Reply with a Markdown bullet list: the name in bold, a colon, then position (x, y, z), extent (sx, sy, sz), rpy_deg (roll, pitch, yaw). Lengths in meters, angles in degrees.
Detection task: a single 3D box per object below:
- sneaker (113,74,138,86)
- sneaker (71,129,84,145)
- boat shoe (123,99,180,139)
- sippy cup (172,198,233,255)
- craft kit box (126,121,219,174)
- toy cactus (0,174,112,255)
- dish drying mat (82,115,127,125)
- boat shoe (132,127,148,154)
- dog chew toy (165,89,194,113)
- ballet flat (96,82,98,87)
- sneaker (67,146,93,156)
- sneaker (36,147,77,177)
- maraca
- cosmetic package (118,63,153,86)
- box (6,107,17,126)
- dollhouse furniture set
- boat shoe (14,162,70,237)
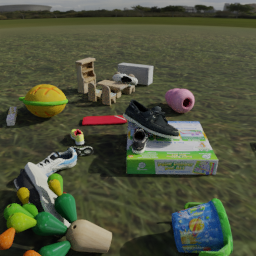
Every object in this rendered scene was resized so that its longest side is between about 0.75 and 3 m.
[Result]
- **sneaker**: position (-0.309, -2.729, 15.268), extent (1.551, 0.585, 0.892), rpy_deg (16, 3, 28)
- **sneaker**: position (-1.933, 0.232, 10.765), extent (0.419, 0.484, 1.072), rpy_deg (-14, 28, -24)
- **boat shoe**: position (0.859, -0.390, 10.016), extent (0.993, 0.881, 2.657), rpy_deg (7, 15, -38)
- **sippy cup**: position (1.557, 2.220, 6.139), extent (1.105, 1.184, 1.508), rpy_deg (-10, -17, 3)
- **craft kit box**: position (1.384, 0.590, 9.898), extent (2.850, 0.691, 2.815), rpy_deg (1, 24, 2)
- **toy cactus**: position (-1.555, 2.280, 6.015), extent (2.331, 1.444, 2.825), rpy_deg (19, 25, -8)
- **dish drying mat**: position (-1.019, -0.351, 12.294), extent (1.908, 0.174, 0.733), rpy_deg (-2, 27, -4)
- **boat shoe**: position (0.384, 0.293, 9.330), extent (0.549, 0.448, 1.485), rpy_deg (5, 27, 9)
- **dog chew toy**: position (2.375, -1.388, 13.476), extent (1.127, 1.127, 1.809), rpy_deg (-9, 20, -18)
- **ballet flat**: position (-2.307, -2.613, 16.752), extent (1.054, 0.299, 0.350), rpy_deg (-7, 27, -13)
- **sneaker**: position (-1.683, 0.791, 9.896), extent (0.926, 0.356, 0.410), rpy_deg (2, 12, -6)
- **sneaker**: position (-2.458, 1.131, 8.736), extent (1.876, 0.680, 0.674), rpy_deg (-23, 35, -36)
- **maraca**: position (-3.867, -1.265, 12.749), extent (1.873, 1.461, 2.732), rpy_deg (-5, 14, -38)
- **cosmetic package**: position (0.453, -3.348, 17.296), extent (2.096, 1.119, 0.945), rpy_deg (12, 23, 18)
- **box**: position (-5.192, -0.548, 12.558), extent (0.313, 0.292, 1.510), rpy_deg (-6, 27, -12)
- **dollhouse furniture set**: position (-1.357, -2.675, 15.184), extent (2.753, 1.791, 2.529), rpy_deg (15, 30, 28)
- **boat shoe**: position (-2.230, 1.887, 7.106), extent (0.732, 0.896, 2.427), rpy_deg (-46, 56, 1)
